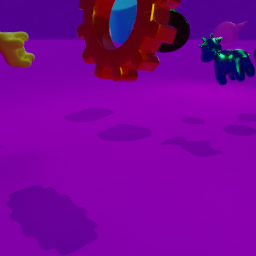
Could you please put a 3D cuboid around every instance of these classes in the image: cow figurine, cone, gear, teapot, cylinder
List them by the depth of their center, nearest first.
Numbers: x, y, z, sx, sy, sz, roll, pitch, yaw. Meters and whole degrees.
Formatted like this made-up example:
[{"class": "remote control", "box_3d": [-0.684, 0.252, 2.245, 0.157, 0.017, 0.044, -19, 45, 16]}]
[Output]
[{"class": "gear", "box_3d": [-0.104, -1.804, 4.557, 0.381, 2.059, 2.059, -5, 18, -43]}, {"class": "cow figurine", "box_3d": [-3.071, -2.048, 6.914, 1.224, 1.244, 0.683, 0, 43, 5]}, {"class": "cow figurine", "box_3d": [2.525, -1.854, 7.315, 0.782, 1.401, 1.424, -25, 9, -18]}, {"class": "cone", "box_3d": [1.160, -3.430, 8.618, 1.540, 1.540, 1.546, 4, 57, 11]}, {"class": "teapot", "box_3d": [3.365, -3.171, 9.379, 1.298, 0.807, 0.636, -26, 5, 45]}, {"class": "cylinder", "box_3d": [-0.095, -3.905, 10.040, 1.271, 1.271, 1.271, -6, 46, 6]}]

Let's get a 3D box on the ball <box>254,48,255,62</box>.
[{"class": "ball", "box_3d": [4.323, -2.260, 8.503, 0.929, 0.929, 0.929, 0, 19, 0]}]
